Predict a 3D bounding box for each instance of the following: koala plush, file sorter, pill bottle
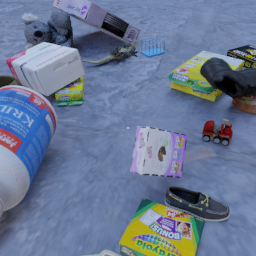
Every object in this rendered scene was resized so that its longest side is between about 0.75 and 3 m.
[{"bbox_3d":[-3.143,-3.661,10.923,1.869,1.657,1.718,-3,24,-4],"label":"koala plush"},{"bbox_3d":[0.984,-3.190,11.054,0.808,0.496,0.561,-22,41,-27],"label":"file sorter"},{"bbox_3d":[-2.383,0.507,5.074,1.552,1.552,2.766,2,36,3],"label":"pill bottle"}]

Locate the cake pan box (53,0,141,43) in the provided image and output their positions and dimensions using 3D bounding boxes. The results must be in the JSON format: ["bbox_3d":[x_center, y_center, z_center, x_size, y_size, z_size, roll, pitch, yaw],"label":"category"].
[{"bbox_3d":[-1.287,-4.542,11.644,2.712,0.770,2.944,9,21,-44],"label":"cake pan box"}]

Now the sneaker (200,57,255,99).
[{"bbox_3d":[2.899,-1.111,7.277,2.116,0.804,0.961,9,43,-14],"label":"sneaker"}]

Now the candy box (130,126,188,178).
[{"bbox_3d":[0.570,0.442,5.029,0.976,0.818,0.349,12,-4,-36],"label":"candy box"}]

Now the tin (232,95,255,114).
[{"bbox_3d":[3.896,-0.752,7.812,1.901,0.398,1.065,4,32,6],"label":"tin"}]

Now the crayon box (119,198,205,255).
[{"bbox_3d":[0.552,1.715,4.429,1.094,0.319,0.944,15,39,20],"label":"crayon box"}]

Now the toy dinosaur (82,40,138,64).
[{"bbox_3d":[-0.361,-2.745,10.301,2.515,0.597,1.108,-27,20,-33],"label":"toy dinosaur"}]

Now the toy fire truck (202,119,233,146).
[{"bbox_3d":[2.079,-0.004,6.429,0.667,0.758,0.487,13,37,16],"label":"toy fire truck"}]

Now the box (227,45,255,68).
[{"bbox_3d":[4.636,-2.584,10.326,1.234,0.381,1.545,-20,41,-23],"label":"box"}]

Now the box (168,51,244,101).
[{"bbox_3d":[2.478,-1.661,8.854,1.529,0.630,2.605,25,40,29],"label":"box"}]

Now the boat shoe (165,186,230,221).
[{"bbox_3d":[1.227,1.323,4.949,1.152,0.347,0.411,10,37,14],"label":"boat shoe"}]

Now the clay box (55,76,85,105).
[{"bbox_3d":[-1.713,-1.137,8.358,0.774,0.321,1.347,-5,35,-4],"label":"clay box"}]

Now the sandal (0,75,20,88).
[{"bbox_3d":[-4.092,-1.336,8.345,1.958,0.787,0.529,5,20,4],"label":"sandal"}]

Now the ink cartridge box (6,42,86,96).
[{"bbox_3d":[-2.505,-1.855,8.509,1.465,0.854,2.024,-38,41,-28],"label":"ink cartridge box"}]

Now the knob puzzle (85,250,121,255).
[{"bbox_3d":[-0.283,2.304,3.695,1.706,0.237,1.706,0,36,0],"label":"knob puzzle"}]
